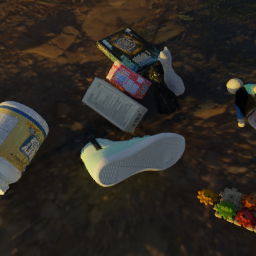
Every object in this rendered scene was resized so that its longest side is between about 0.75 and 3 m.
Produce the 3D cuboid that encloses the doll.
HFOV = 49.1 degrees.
[{"bbox_3d":[3.712,-0.522,8.272,0.590,1.660,2.433,-21,61,-15],"label":"doll"}]

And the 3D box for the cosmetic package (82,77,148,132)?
[{"bbox_3d":[-0.415,-0.717,8.766,1.801,0.786,0.931,37,100,22],"label":"cosmetic package"}]

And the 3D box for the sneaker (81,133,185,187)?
[{"bbox_3d":[0.104,0.533,7.812,2.864,1.054,1.689,-14,25,-26],"label":"sneaker"}]

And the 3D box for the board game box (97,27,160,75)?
[{"bbox_3d":[0.089,-2.976,10.890,1.607,0.335,2.376,-31,59,-20],"label":"board game box"}]

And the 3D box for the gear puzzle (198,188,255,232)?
[{"bbox_3d":[2.798,1.946,7.151,2.031,0.266,1.052,18,47,26],"label":"gear puzzle"}]

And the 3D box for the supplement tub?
[{"bbox_3d":[-3.315,0.513,7.540,1.549,1.549,2.142,17,59,12],"label":"supplement tub"}]

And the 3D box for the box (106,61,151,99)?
[{"bbox_3d":[0.026,-1.629,9.574,1.338,0.633,0.686,37,103,24],"label":"box"}]

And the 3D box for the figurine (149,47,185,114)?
[{"bbox_3d":[1.190,-1.558,8.818,0.719,1.629,1.669,-5,35,28],"label":"figurine"}]
